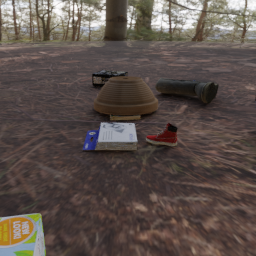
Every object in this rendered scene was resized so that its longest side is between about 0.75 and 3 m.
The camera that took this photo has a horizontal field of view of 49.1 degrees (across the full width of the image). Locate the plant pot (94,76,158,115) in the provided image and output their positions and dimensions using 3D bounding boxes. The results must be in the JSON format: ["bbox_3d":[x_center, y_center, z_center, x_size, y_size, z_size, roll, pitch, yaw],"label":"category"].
[{"bbox_3d":[-0.074,-1.277,10.269,2.397,1.106,2.397,0,18,0],"label":"plant pot"}]

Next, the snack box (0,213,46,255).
[{"bbox_3d":[-2.416,1.882,2.596,2.989,0.792,2.126,-4,21,-10],"label":"snack box"}]

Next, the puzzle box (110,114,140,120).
[{"bbox_3d":[-0.106,-0.446,9.616,1.015,0.129,0.675,-2,20,-5],"label":"puzzle box"}]

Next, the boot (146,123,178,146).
[{"bbox_3d":[0.893,0.128,7.455,0.844,0.609,0.306,5,24,17],"label":"boot"}]

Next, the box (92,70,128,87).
[{"bbox_3d":[-0.903,-2.520,14.301,1.486,0.640,1.217,8,22,19],"label":"box"}]

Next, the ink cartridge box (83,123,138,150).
[{"bbox_3d":[-0.477,0.206,7.693,1.415,0.287,1.412,-1,21,-2],"label":"ink cartridge box"}]

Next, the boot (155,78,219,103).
[{"bbox_3d":[2.362,-1.705,11.823,2.513,0.912,2.285,17,12,22],"label":"boot"}]
